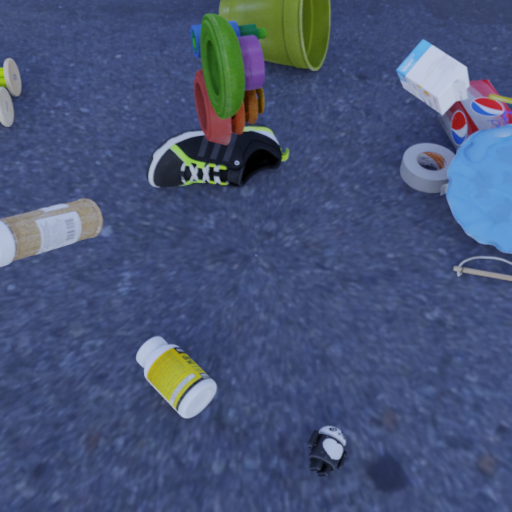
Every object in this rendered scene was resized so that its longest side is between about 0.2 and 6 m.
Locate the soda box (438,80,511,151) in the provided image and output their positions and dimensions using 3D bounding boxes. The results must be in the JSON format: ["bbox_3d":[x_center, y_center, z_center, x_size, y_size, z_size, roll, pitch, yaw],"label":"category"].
[{"bbox_3d":[5.126,-2.537,12.317,0.996,1.100,3.143,-7,51,-6],"label":"soda box"}]

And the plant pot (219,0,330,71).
[{"bbox_3d":[0.428,-6.150,14.618,2.437,2.531,2.531,7,50,22],"label":"plant pot"}]

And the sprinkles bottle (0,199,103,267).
[{"bbox_3d":[-2.527,-0.292,6.579,0.525,0.525,1.539,29,28,21],"label":"sprinkles bottle"}]

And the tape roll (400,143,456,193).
[{"bbox_3d":[3.796,-1.934,12.284,1.206,0.398,1.206,0,52,-1],"label":"tape roll"}]

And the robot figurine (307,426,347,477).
[{"bbox_3d":[1.058,2.905,8.350,0.451,0.543,0.722,6,48,33],"label":"robot figurine"}]

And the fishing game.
[{"bbox_3d":[4.924,-1.264,10.861,2.619,0.569,3.658,9,84,5],"label":"fishing game"}]

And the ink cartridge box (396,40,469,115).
[{"bbox_3d":[2.473,-2.417,7.697,0.544,0.558,0.868,-48,63,9],"label":"ink cartridge box"}]

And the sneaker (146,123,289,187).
[{"bbox_3d":[-0.767,-2.014,11.891,3.096,1.110,1.282,-21,54,-16],"label":"sneaker"}]

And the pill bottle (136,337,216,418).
[{"bbox_3d":[-1.310,1.904,8.978,0.729,0.729,1.297,-38,61,-26],"label":"pill bottle"}]

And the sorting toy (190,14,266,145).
[{"bbox_3d":[-0.288,-3.042,9.387,1.252,3.051,1.833,-13,87,-12],"label":"sorting toy"}]

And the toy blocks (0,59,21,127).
[{"bbox_3d":[-7.206,-3.876,13.508,2.555,0.928,2.129,-5,52,-4],"label":"toy blocks"}]
